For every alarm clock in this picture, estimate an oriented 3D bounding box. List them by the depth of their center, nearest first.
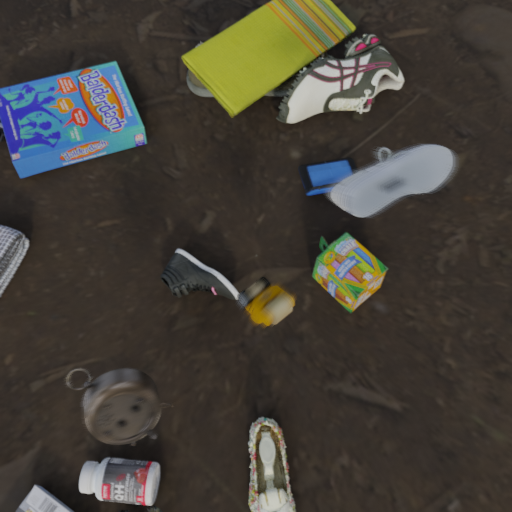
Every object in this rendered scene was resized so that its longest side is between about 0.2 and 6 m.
[{"bbox_3d":[-1.914,1.979,7.541,1.008,0.497,1.494,-47,115,3],"label":"alarm clock"}]

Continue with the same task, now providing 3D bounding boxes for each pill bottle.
[{"bbox_3d":[-2.163,3.566,8.899,1.165,0.645,0.645,4,63,3],"label":"pill bottle"}]

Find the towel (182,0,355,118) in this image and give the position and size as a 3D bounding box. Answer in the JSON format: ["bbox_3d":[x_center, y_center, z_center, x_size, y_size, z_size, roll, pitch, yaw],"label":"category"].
[{"bbox_3d":[0.362,-4.639,12.298,3.956,0.357,1.703,-41,85,-23],"label":"towel"}]

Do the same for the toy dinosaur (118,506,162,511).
[{"bbox_3d":[-1.741,4.362,8.599,2.065,0.490,0.910,-11,79,-6],"label":"toy dinosaur"}]

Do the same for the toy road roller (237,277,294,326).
[{"bbox_3d":[0.170,0.807,8.714,0.540,0.641,0.878,-36,47,-23],"label":"toy road roller"}]

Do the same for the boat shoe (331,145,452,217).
[{"bbox_3d":[1.842,-1.110,7.887,1.851,0.684,0.789,-28,31,-17],"label":"boat shoe"}]

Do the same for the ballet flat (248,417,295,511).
[{"bbox_3d":[0.201,3.568,8.906,0.760,0.642,2.009,-9,64,-4],"label":"ballet flat"}]

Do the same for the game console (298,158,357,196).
[{"bbox_3d":[1.592,-1.703,11.606,1.235,1.054,0.731,-11,90,-5],"label":"game console"}]

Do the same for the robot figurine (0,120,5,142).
[{"bbox_3d":[-5.748,-2.812,12.333,0.412,0.496,0.660,-33,67,4],"label":"robot figurine"}]

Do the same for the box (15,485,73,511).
[{"bbox_3d":[-3.417,4.571,8.563,1.233,0.326,1.581,28,65,14],"label":"box"}]

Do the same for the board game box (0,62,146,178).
[{"bbox_3d":[-4.053,-3.024,12.223,2.769,0.623,2.106,-19,64,-15],"label":"board game box"}]

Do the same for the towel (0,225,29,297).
[{"bbox_3d":[-5.266,0.041,10.728,1.220,0.630,1.473,17,64,9],"label":"towel"}]

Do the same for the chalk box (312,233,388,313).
[{"bbox_3d":[1.627,0.217,10.523,0.845,0.851,1.363,-39,68,-19],"label":"chalk box"}]

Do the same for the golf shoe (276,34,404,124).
[{"bbox_3d":[1.889,-3.721,12.390,3.161,1.220,1.392,-36,76,-16],"label":"golf shoe"}]

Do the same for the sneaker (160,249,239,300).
[{"bbox_3d":[-1.105,0.578,10.522,1.610,0.569,0.799,31,69,21],"label":"sneaker"}]

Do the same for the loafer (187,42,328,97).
[{"bbox_3d":[0.064,-4.386,12.705,3.345,1.165,1.258,-10,63,-5],"label":"loafer"}]
